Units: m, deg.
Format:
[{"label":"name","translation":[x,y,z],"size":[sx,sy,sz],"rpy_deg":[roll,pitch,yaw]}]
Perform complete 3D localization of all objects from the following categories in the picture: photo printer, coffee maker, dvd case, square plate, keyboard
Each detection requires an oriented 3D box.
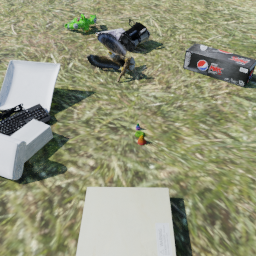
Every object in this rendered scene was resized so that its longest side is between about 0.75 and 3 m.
[{"label":"photo printer","translation":[-3.150,0.647,6.930],"size":[1.200,0.999,0.417],"rpy_deg":[16,10,17]},{"label":"coffee maker","translation":[0.161,-4.162,12.617],"size":[1.228,0.861,1.279],"rpy_deg":[32,53,19]},{"label":"dvd case","translation":[-0.549,-4.291,13.414],"size":[1.435,0.154,1.929],"rpy_deg":[-17,43,-19]},{"label":"square plate","translation":[-3.260,-1.348,9.280],"size":[1.826,0.262,1.844],"rpy_deg":[6,72,8]},{"label":"keyboard","translation":[-3.516,-0.199,8.222],"size":[2.239,0.444,1.165],"rpy_deg":[-31,54,-29]}]

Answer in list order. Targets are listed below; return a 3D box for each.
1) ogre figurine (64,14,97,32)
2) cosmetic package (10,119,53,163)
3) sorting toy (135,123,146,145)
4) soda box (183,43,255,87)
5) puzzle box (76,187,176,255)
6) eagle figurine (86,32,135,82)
[{"label":"ogre figurine","translation":[-2.289,-5.339,14.174],"size":[1.688,0.828,1.012],"rpy_deg":[-5,27,-24]},{"label":"cosmetic package","translation":[-2.720,0.334,7.667],"size":[0.680,0.489,1.204],"rpy_deg":[22,44,23]},{"label":"sorting toy","translation":[0.350,0.134,8.069],"size":[0.273,0.271,0.788],"rpy_deg":[-6,41,-7]},{"label":"soda box","translation":[3.461,-2.446,10.721],"size":[2.532,0.802,0.896],"rpy_deg":[26,46,27]},{"label":"puzzle box","translation":[-0.040,2.350,5.355],"size":[1.866,0.357,2.805],"rpy_deg":[1,40,1]},{"label":"eagle figurine","translation":[-0.585,-2.734,10.679],"size":[1.675,1.264,1.271],"rpy_deg":[36,63,26]}]
